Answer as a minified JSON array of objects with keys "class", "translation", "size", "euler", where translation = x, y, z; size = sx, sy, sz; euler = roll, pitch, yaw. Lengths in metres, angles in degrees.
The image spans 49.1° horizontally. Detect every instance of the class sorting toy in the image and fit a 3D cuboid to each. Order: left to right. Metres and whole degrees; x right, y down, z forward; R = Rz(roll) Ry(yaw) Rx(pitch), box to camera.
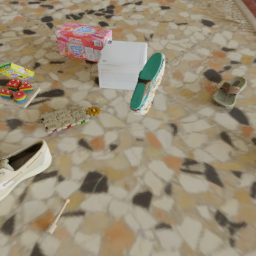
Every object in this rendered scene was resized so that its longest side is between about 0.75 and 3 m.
[{"class":"sorting toy","translation":[-3.626,-1.203,9.275],"size":[1.024,0.359,1.030],"euler":[12,47,11]}]

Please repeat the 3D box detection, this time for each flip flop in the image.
[{"class":"flip flop","translation":[3.384,-1.273,9.206],"size":[0.780,0.554,1.923],"euler":[31,53,26]}]

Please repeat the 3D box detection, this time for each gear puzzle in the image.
[{"class":"gear puzzle","translation":[-1.695,-0.328,8.554],"size":[1.835,0.240,0.950],"euler":[-19,47,-21]}]

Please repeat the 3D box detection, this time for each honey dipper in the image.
[{"class":"honey dipper","translation":[-1.559,1.973,6.342],"size":[0.170,0.170,0.893],"euler":[15,46,14]}]

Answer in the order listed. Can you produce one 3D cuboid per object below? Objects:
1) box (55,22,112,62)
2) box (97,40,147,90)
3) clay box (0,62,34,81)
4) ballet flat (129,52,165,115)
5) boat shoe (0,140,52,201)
[{"class":"box","translation":[-1.673,-3.321,10.894],"size":[1.966,1.009,0.931],"euler":[14,47,15]},{"class":"box","translation":[-0.154,-2.203,9.781],"size":[1.555,1.016,1.547],"euler":[5,46,5]},{"class":"clay box","translation":[-3.774,-1.877,9.374],"size":[0.616,1.073,0.255],"euler":[-7,79,30]},{"class":"ballet flat","translation":[0.599,-1.245,8.182],"size":[0.736,0.622,1.945],"euler":[21,82,35]},{"class":"boat shoe","translation":[-2.992,1.068,6.781],"size":[2.381,0.773,0.859],"euler":[-31,54,-27]}]
